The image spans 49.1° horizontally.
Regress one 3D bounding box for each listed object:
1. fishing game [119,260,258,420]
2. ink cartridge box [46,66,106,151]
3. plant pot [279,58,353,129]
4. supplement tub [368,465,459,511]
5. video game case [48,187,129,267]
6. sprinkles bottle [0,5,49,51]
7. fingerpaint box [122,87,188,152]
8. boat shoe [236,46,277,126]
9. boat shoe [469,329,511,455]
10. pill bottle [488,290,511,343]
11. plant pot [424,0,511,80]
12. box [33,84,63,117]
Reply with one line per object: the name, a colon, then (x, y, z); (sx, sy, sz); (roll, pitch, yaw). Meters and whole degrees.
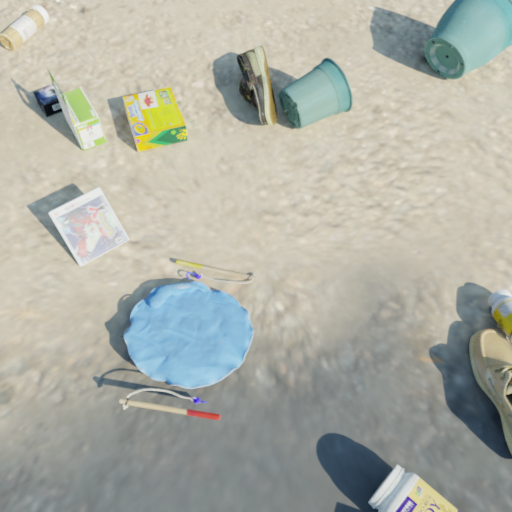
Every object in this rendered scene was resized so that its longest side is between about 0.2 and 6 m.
fishing game: (-1.256, 1.466, 10.365); (2.385, 0.518, 3.331); (8, 48, 3)
ink cartridge box: (-4.138, -3.468, 12.962); (0.629, 1.660, 1.227); (-25, 60, -16)
plant pot: (1.377, -3.808, 13.469); (1.360, 1.388, 1.388); (-30, 61, -10)
supplement tub: (2.418, 3.883, 8.488); (1.216, 0.884, 0.884); (37, 64, 21)
video game case: (-3.423, -0.601, 11.513); (1.147, 0.145, 1.258); (-32, 100, -19)
sprinkles bottle: (-6.451, -6.352, 15.586); (0.527, 0.527, 1.544); (22, 59, 14)
fingerpaint box: (-2.444, -3.302, 13.523); (1.239, 0.545, 1.485); (-16, 57, -12)
boat shoe: (-0.016, -4.177, 13.983); (0.836, 0.944, 2.580); (-12, 54, 7)
boat shoe: (4.424, 2.257, 9.553); (0.921, 0.830, 2.554); (-4, 50, -2)
pill bottle: (4.784, 1.130, 10.440); (0.590, 0.590, 1.052); (-8, 39, -6)
plant pot: (5.401, -5.588, 14.399); (1.916, 1.916, 1.800); (41, 80, 24)
box: (-5.123, -3.906, 14.027); (0.645, 0.397, 0.640); (-29, 59, -18)
